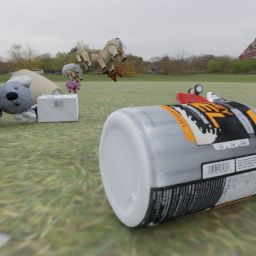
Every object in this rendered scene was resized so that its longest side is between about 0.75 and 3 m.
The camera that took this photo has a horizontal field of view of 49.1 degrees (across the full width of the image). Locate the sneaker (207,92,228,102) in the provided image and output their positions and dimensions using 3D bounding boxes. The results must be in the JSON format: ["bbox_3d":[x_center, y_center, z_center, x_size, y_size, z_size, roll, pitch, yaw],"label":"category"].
[{"bbox_3d":[4.392,-1.040,13.602,1.230,1.091,2.911,8,20,13],"label":"sneaker"}]

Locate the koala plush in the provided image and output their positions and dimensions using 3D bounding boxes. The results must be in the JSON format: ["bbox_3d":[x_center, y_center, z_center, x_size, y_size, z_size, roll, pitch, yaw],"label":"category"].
[{"bbox_3d":[-5.075,-1.157,11.195,2.649,2.349,2.434,-11,-1,-29],"label":"koala plush"}]

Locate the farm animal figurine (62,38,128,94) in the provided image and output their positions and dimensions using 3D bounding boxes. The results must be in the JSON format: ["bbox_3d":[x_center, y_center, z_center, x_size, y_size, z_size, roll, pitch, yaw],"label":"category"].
[{"bbox_3d":[-0.883,-1.599,6.847,1.539,0.774,1.243,-17,-24,-20],"label":"farm animal figurine"}]

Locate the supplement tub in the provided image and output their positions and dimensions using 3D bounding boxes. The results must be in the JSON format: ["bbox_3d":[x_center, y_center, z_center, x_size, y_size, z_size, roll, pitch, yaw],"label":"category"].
[{"bbox_3d":[1.112,0.455,4.593,2.852,1.748,1.748,-6,13,-27],"label":"supplement tub"}]

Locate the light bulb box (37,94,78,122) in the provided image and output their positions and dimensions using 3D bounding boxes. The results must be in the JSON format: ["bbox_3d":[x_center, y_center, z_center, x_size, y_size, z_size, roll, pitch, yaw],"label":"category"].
[{"bbox_3d":[-3.138,-0.933,12.745,1.696,1.068,1.711,-2,12,-9],"label":"light bulb box"}]

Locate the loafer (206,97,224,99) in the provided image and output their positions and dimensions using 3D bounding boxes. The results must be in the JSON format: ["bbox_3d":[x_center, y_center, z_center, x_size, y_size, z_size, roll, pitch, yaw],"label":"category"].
[{"bbox_3d":[4.999,-1.659,17.156,1.876,0.653,0.706,1,12,6],"label":"loafer"}]

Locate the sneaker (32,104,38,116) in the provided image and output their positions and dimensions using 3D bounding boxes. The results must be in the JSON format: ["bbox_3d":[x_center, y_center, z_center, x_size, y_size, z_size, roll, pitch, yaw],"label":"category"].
[{"bbox_3d":[-4.399,-0.722,13.275,1.619,0.613,0.709,-18,31,-38],"label":"sneaker"}]

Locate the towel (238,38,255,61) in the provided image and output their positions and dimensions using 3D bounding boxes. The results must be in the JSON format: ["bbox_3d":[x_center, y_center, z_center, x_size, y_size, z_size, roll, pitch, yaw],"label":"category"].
[{"bbox_3d":[4.861,-3.090,10.077,1.168,0.184,1.621,-19,-19,-24],"label":"towel"}]

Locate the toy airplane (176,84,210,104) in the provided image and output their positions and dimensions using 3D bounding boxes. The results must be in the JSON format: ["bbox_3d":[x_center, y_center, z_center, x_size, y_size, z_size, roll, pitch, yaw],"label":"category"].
[{"bbox_3d":[2.838,-0.402,10.095,2.123,1.504,2.132,24,-11,39],"label":"toy airplane"}]

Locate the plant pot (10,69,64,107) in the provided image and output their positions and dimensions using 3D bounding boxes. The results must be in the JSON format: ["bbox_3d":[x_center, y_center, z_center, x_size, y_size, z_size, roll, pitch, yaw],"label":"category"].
[{"bbox_3d":[-4.646,-1.791,14.729,2.385,2.234,2.234,15,17,26],"label":"plant pot"}]
